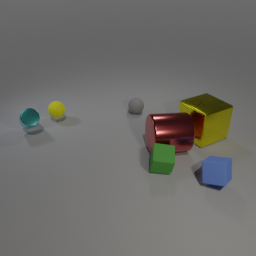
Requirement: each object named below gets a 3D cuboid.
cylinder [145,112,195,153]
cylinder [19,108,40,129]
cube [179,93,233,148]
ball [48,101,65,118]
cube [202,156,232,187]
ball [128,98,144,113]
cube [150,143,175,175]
[{"bbox_3d":[1.440,0.168,9.894,1.400,1.400,1.400,-3,32,-10],"label":"cylinder"},{"bbox_3d":[-3.832,-0.364,10.878,0.700,0.700,0.700,-18,-1,-26],"label":"cylinder"},{"bbox_3d":[2.910,-0.332,10.727,1.400,1.400,1.400,-18,35,-25],"label":"cube"},{"bbox_3d":[-2.998,-0.771,11.766,0.700,0.700,0.700,0,32,0],"label":"ball"},{"bbox_3d":[2.700,1.288,8.480,0.700,0.700,0.700,3,10,34],"label":"cube"},{"bbox_3d":[0.361,-0.995,12.420,0.700,0.700,0.700,0,32,0],"label":"ball"},{"bbox_3d":[1.107,0.999,9.043,0.700,0.700,0.700,8,50,0],"label":"cube"}]
